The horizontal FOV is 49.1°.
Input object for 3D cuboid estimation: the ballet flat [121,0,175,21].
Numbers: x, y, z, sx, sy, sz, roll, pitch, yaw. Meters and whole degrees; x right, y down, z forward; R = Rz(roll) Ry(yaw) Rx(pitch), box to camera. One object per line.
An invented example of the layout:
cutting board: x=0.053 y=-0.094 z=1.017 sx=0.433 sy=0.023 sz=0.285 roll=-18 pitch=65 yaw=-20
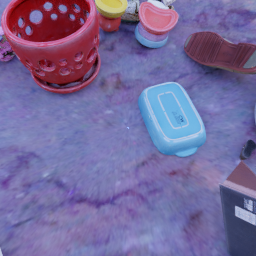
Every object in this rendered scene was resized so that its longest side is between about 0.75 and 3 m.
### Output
ballet flat: x=0.535 y=-4.247 z=10.042 sx=2.449 sy=0.799 sz=0.863 roll=9 pitch=55 yaw=5

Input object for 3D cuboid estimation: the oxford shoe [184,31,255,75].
oxford shoe: x=2.968 y=-2.211 z=8.681 sx=2.867 sy=1.072 sz=1.010 roll=39 pitch=107 yaw=41

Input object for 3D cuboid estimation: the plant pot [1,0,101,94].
plant pot: x=-2.002 y=-2.388 z=7.992 sx=2.450 sy=2.231 sz=2.450 roll=0 pitch=60 yaw=0

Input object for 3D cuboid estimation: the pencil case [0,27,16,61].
pencil case: x=-4.811 y=-3.051 z=9.208 sx=2.407 sy=1.042 sz=0.997 roll=27 pitch=106 yaw=16

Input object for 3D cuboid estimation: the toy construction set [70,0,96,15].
toy construction set: x=-1.602 y=-5.063 z=10.390 sx=1.417 sy=1.089 sz=1.182 roll=-9 pitch=59 yaw=-6

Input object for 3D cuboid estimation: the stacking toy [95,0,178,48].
stacking toy: x=0.386 y=-4.029 z=9.837 sx=2.722 sy=1.150 sz=2.464 roll=25 pitch=60 yaw=2

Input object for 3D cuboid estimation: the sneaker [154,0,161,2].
sneaker: x=0.904 y=-4.820 z=10.698 sx=0.437 sy=0.400 sz=1.026 roll=23 pitch=51 yaw=22

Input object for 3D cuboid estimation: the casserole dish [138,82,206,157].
casserole dish: x=1.218 y=-0.386 z=7.826 sx=1.519 sy=0.487 sz=2.508 roll=-15 pitch=60 yaw=-9

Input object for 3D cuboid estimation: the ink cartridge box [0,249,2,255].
ink cartridge box: x=-3.711 y=2.611 z=5.760 sx=1.821 sy=0.768 sz=1.318 roll=-26 pitch=62 yaw=-15

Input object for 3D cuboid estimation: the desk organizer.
desk organizer: x=2.403 y=1.731 z=5.472 sx=0.806 sy=2.095 sz=0.751 roll=-37 pitch=36 yaw=-30

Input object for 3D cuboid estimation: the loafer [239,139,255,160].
loafer: x=3.102 y=0.569 z=7.336 sx=0.292 sy=0.284 sz=0.799 roll=46 pitch=50 yaw=11
